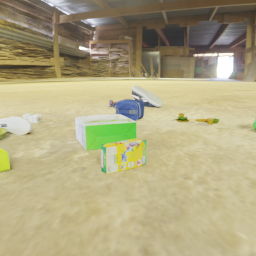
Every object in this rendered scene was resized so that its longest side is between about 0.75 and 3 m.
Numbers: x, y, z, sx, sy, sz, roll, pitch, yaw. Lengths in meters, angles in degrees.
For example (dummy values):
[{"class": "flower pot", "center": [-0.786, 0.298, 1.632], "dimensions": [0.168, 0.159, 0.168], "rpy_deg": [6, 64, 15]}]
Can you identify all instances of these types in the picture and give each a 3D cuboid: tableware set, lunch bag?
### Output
[{"class": "tableware set", "center": [3.043, -0.428, 12.642], "dimensions": [1.950, 0.299, 1.313], "rpy_deg": [12, 17, 44]}, {"class": "lunch bag", "center": [0.020, -0.863, 13.153], "dimensions": [1.343, 0.912, 0.889], "rpy_deg": [6, 14, 26]}]

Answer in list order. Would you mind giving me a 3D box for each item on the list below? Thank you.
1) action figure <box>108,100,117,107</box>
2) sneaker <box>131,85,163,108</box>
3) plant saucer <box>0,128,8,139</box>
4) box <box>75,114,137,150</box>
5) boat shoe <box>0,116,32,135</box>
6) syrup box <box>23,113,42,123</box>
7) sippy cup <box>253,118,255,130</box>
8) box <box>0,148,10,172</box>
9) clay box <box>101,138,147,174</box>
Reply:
[{"class": "action figure", "center": [-0.836, -1.400, 17.168], "dimensions": [0.768, 0.415, 0.794], "rpy_deg": [-10, 40, -13]}, {"class": "sneaker", "center": [1.157, -1.749, 17.520], "dimensions": [2.321, 0.922, 0.910], "rpy_deg": [38, 38, 30]}, {"class": "plant saucer", "center": [-5.032, 0.276, 9.532], "dimensions": [1.750, 0.272, 1.750], "rpy_deg": [0, 13, 0]}, {"class": "box", "center": [-0.760, 0.062, 9.201], "dimensions": [1.686, 0.815, 1.487], "rpy_deg": [-5, 13, -22]}, {"class": "boat shoe", "center": [-4.284, -0.117, 10.555], "dimensions": [1.882, 0.675, 0.638], "rpy_deg": [-2, 12, 23]}, {"class": "syrup box", "center": [-4.297, -0.446, 12.574], "dimensions": [0.818, 0.333, 0.322], "rpy_deg": [7, 22, 26]}, {"class": "sippy cup", "center": [5.420, -0.223, 10.352], "dimensions": [0.976, 1.046, 1.332], "rpy_deg": [4, 17, -37]}, {"class": "box", "center": [-4.031, 0.849, 6.421], "dimensions": [2.145, 0.511, 1.308], "rpy_deg": [-10, 15, -41]}, {"class": "clay box", "center": [-0.079, 0.659, 6.837], "dimensions": [1.191, 0.684, 0.283], "rpy_deg": [-8, 15, -34]}]
